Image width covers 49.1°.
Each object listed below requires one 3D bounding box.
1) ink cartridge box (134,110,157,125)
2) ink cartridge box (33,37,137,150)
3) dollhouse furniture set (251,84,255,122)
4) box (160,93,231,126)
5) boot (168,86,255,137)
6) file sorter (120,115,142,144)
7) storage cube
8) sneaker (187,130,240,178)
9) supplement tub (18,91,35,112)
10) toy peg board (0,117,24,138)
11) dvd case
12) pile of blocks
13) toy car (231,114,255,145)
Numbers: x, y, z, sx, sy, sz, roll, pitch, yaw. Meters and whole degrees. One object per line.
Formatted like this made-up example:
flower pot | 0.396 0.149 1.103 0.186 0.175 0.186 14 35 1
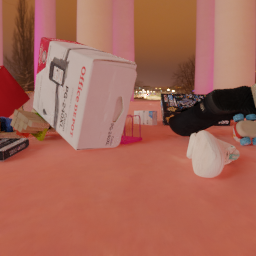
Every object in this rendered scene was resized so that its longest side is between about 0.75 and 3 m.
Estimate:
ink cartridge box | 0.769 -0.463 12.311 1.058 0.614 0.359 7 10 44
ink cartridge box | -1.302 -1.006 7.310 1.232 2.147 2.956 -2 23 -38
dollhouse furniture set | 4.156 -0.249 7.931 1.714 1.704 2.432 -2 -16 -14
box | 2.951 -0.913 12.908 2.830 0.708 2.852 0 23 3
boot | 2.620 -0.435 8.345 2.389 0.912 2.007 -3 -17 -29
file sorter | -0.316 -0.016 8.053 1.205 0.756 0.838 5 9 37
storage cube | -6.089 -1.491 12.798 1.808 1.901 2.115 7 49 45
sneaker | 1.575 0.441 4.941 0.851 0.724 1.923 13 7 5
supplement tub | -5.152 -1.197 14.736 1.459 1.459 2.016 -7 10 -44
toy peg board | -4.481 -0.167 8.635 1.863 0.915 1.871 -7 10 -42
dvd case | -3.492 0.460 6.216 2.091 0.259 1.572 -1 7 -2
pile of blocks | -2.554 -0.035 8.573 1.101 0.833 2.681 26 11 4
toy car | 3.069 0.155 7.597 0.767 0.799 0.867 -1 -22 -17
